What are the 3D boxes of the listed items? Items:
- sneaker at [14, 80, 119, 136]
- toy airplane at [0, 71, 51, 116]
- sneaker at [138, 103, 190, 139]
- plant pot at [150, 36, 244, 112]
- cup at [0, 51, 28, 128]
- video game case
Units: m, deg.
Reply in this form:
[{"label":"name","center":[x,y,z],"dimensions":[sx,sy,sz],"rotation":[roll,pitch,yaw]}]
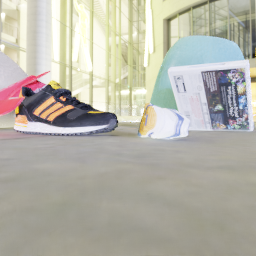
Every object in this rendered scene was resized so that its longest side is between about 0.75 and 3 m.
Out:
[{"label":"sneaker","center":[-1.107,-0.355,4.640],"dimensions":[2.043,0.919,0.715],"rotation":[1,2,28]},{"label":"toy airplane","center":[-2.206,-0.460,4.807],"dimensions":[2.399,0.441,2.399],"rotation":[-21,15,6]},{"label":"sneaker","center":[0.453,-0.043,3.712],"dimensions":[0.571,0.487,1.295],"rotation":[12,8,-2]},{"label":"plant pot","center":[2.183,-1.386,8.475],"dimensions":[2.911,2.336,2.911],"rotation":[8,4,-1]},{"label":"cup","center":[-3.645,-0.947,8.179],"dimensions":[1.697,2.373,2.373],"rotation":[24,-5,-15]},{"label":"video game case","center":[1.729,-0.586,5.776],"dimensions":[1.500,1.650,0.193],"rotation":[1,44,29]}]
